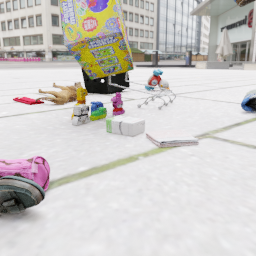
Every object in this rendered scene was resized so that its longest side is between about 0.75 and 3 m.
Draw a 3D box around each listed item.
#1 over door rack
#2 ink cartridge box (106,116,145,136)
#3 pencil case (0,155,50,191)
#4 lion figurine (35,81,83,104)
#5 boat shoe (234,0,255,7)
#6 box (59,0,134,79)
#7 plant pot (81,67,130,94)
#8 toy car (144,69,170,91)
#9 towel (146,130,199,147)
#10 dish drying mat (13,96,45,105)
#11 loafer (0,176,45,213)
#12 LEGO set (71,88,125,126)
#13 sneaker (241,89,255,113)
[{"bbox_3d":[0.566,-1.456,11.358,2.447,0.815,1.808,27,22,15],"label":"over door rack"},{"bbox_3d":[-0.058,-0.065,7.192,0.834,0.350,0.607,9,17,33],"label":"ink cartridge box"},{"bbox_3d":[-1.805,0.625,3.956,1.315,0.616,0.597,-1,52,4],"label":"pencil case"},{"bbox_3d":[-2.779,-1.386,11.893,1.394,0.825,2.277,18,32,7],"label":"lion figurine"},{"bbox_3d":[3.686,-3.380,6.595,2.252,0.815,0.814,-19,-1,33],"label":"boat shoe"},{"bbox_3d":[-0.915,-3.171,8.367,1.544,2.532,2.439,-11,-12,7],"label":"box"},{"bbox_3d":[-1.330,-2.914,15.220,2.160,2.166,1.921,7,31,23],"label":"plant pot"},{"bbox_3d":[1.867,-2.533,16.097,1.324,1.221,1.171,35,26,15],"label":"toy car"},{"bbox_3d":[1.009,0.219,6.480,0.984,0.159,0.940,-3,14,-14],"label":"towel"},{"bbox_3d":[-4.317,-1.196,12.086,0.666,0.158,1.735,-12,18,-43],"label":"dish drying mat"},{"bbox_3d":[-1.666,0.884,3.442,1.358,0.488,0.427,-2,32,21],"label":"loafer"},{"bbox_3d":[-1.124,-0.799,8.869,0.892,0.959,2.337,8,16,33],"label":"LEGO set"},{"bbox_3d":[4.897,-0.736,9.158,2.458,0.947,1.047,4,23,46],"label":"sneaker"}]
